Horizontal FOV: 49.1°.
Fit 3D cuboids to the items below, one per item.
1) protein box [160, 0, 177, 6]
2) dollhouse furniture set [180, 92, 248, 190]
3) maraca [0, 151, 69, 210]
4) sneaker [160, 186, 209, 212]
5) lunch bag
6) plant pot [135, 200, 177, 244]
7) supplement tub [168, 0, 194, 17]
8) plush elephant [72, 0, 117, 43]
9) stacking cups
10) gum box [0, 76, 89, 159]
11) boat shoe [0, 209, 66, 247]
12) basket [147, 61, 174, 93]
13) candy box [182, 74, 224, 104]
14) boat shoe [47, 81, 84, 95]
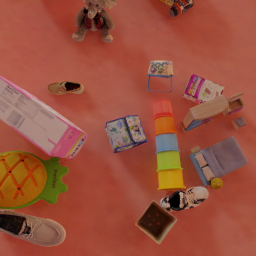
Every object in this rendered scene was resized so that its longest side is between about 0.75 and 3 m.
[{"bbox_3d":[1.431,-5.446,10.008,1.404,0.954,1.415,30,78,2],"label":"protein box"},{"bbox_3d":[3.006,0.354,8.337,2.244,1.551,2.377,-23,78,-5],"label":"dollhouse furniture set"},{"bbox_3d":[-3.046,1.494,8.207,2.548,1.363,1.747,2,65,-11],"label":"maraca"},{"bbox_3d":[1.726,2.084,8.203,1.515,0.986,0.605,-9,77,-2],"label":"sneaker"},{"bbox_3d":[-0.047,0.160,8.851,1.132,0.722,0.963,-16,76,-15],"label":"lunch bag"},{"bbox_3d":[0.792,2.708,8.168,0.861,0.763,0.860,38,79,10],"label":"plant pot"},{"bbox_3d":[1.892,-4.339,10.034,0.900,0.481,0.481,-37,79,-9],"label":"supplement tub"},{"bbox_3d":[-1.133,-3.908,9.484,1.420,1.335,1.724,9,76,2],"label":"plush elephant"},{"bbox_3d":[1.240,0.507,8.768,0.850,0.850,2.810,-2,72,-1],"label":"stacking cups"},{"bbox_3d":[-2.779,-0.322,8.253,2.963,1.681,0.980,34,87,13],"label":"gum box"},{"bbox_3d":[-2.933,2.921,8.096,2.221,0.791,0.775,15,77,4],"label":"boat shoe"},{"bbox_3d":[1.043,-1.683,9.159,0.890,0.702,1.009,8,109,32],"label":"basket"},{"bbox_3d":[2.504,-1.202,9.331,1.148,0.350,0.783,24,78,6],"label":"candy box"},{"bbox_3d":[-2.102,-1.383,9.345,1.240,0.412,0.459,-2,76,-1],"label":"boat shoe"}]
